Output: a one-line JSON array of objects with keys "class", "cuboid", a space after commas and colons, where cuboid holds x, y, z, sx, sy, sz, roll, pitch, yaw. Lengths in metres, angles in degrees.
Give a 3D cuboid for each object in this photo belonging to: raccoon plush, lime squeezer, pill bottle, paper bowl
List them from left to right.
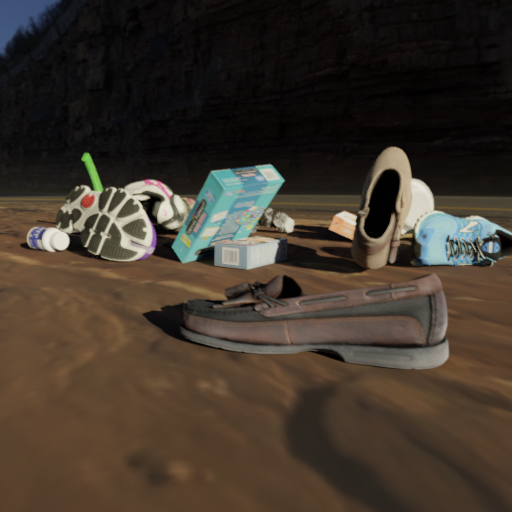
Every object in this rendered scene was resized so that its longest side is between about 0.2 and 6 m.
[{"class": "pill bottle", "cuboid": [-4.271, -0.334, 11.537, 0.822, 0.492, 0.492, 5, 10, 33]}, {"class": "lime squeezer", "cuboid": [-3.633, -1.191, 15.308, 0.709, 1.327, 3.757, -5, -27, 32]}, {"class": "raccoon plush", "cuboid": [-0.280, -0.918, 15.592, 2.359, 1.141, 1.580, 28, -9, -6]}, {"class": "paper bowl", "cuboid": [3.682, -1.176, 13.511, 1.360, 1.360, 0.707, -3, 8, -21]}]

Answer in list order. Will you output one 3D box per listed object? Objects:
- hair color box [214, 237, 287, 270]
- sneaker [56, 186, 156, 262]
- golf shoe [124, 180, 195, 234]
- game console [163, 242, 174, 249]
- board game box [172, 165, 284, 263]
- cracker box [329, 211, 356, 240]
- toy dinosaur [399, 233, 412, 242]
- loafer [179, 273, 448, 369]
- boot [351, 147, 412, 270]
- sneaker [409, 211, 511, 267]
[{"class": "hair color box", "cuboid": [-0.068, -0.072, 9.885, 0.681, 0.417, 1.377, 6, 9, 31]}, {"class": "sneaker", "cuboid": [-2.782, -0.633, 11.242, 1.363, 1.317, 3.266, 27, -2, -40]}, {"class": "golf shoe", "cuboid": [-2.887, -1.493, 15.018, 1.465, 1.155, 3.181, 17, 3, -44]}, {"class": "game console", "cuboid": [-1.493, -0.246, 12.198, 0.816, 0.143, 0.923, -5, 9, -32]}, {"class": "board game box", "cuboid": [-0.524, -0.741, 9.911, 1.407, 1.864, 0.437, -14, 59, -43]}, {"class": "cracker box", "cuboid": [2.328, -0.702, 13.480, 0.860, 0.370, 1.284, 26, 18, 14]}, {"class": "toy dinosaur", "cuboid": [3.471, -0.393, 11.998, 1.718, 0.500, 0.869, 6, 11, 37]}, {"class": "loafer", "cuboid": [0.443, 0.452, 4.948, 2.411, 0.759, 0.866, 3, 9, 22]}, {"class": "boot", "cuboid": [2.056, -0.945, 8.870, 0.878, 2.500, 1.828, 8, -15, 12]}, {"class": "sneaker", "cuboid": [3.609, -0.259, 9.580, 2.394, 0.938, 1.077, -8, 18, -32]}]
